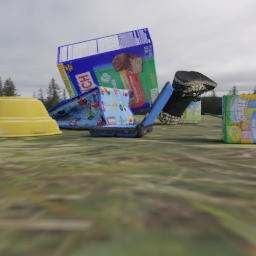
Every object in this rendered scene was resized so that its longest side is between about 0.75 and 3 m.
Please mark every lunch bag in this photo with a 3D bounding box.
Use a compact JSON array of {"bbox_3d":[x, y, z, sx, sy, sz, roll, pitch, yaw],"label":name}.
[{"bbox_3d":[-1.177,-0.353,7.768,2.220,1.044,1.671,-12,-2,27],"label":"lunch bag"}]

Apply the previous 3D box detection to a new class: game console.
[{"bbox_3d":[0.145,-0.366,5.613,1.438,0.997,1.684,2,3,11],"label":"game console"}]

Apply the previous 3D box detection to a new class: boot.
[{"bbox_3d":[2.080,-1.067,9.955,2.399,1.812,0.866,-7,40,-47],"label":"boot"}]

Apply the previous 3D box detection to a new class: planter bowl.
[{"bbox_3d":[-2.284,-0.251,5.739,1.814,0.756,1.814,-1,3,0],"label":"planter bowl"}]

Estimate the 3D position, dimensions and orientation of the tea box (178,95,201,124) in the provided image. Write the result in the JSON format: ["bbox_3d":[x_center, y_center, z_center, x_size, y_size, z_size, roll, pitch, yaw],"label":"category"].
[{"bbox_3d":[2.081,-0.840,10.933,1.366,1.344,0.913,0,3,4],"label":"tea box"}]

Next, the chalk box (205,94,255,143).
[{"bbox_3d":[1.742,-0.140,4.169,1.150,0.712,0.716,0,4,17],"label":"chalk box"}]

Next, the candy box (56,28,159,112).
[{"bbox_3d":[-0.517,-1.553,8.704,2.771,2.343,1.067,-11,45,3],"label":"candy box"}]
